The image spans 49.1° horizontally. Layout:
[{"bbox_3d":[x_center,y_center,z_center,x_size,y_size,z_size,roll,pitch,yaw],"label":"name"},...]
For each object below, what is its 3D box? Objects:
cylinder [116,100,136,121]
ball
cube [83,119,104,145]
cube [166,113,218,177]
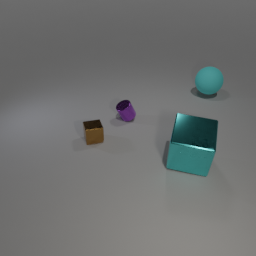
[{"bbox_3d":[-0.086,-0.767,12.372,0.700,0.700,0.700,-17,42,16],"label":"cylinder"},{"bbox_3d":[4.137,-2.417,14.287,1.400,1.400,1.400,0,32,0],"label":"ball"},{"bbox_3d":[-1.369,0.161,11.093,0.700,0.700,0.700,-9,33,-14],"label":"cube"},{"bbox_3d":[2.149,0.559,9.430,1.400,1.400,1.400,11,48,11],"label":"cube"}]
